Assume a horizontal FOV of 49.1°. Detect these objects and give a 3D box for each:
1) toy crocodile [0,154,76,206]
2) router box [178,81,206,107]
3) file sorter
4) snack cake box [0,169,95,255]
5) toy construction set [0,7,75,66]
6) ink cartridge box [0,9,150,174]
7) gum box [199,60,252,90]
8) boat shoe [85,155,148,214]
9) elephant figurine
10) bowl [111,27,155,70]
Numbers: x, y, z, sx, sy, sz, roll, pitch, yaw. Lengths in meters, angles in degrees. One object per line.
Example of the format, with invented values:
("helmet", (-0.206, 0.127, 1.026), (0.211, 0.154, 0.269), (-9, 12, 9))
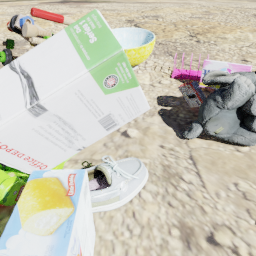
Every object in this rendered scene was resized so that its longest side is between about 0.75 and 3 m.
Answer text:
("toy crocodile", (-2.247, 0.990, 6.065), (0.962, 0.880, 2.850), (26, 35, 24))
("router box", (2.135, -1.093, 9.184), (0.208, 0.851, 0.764), (-42, 15, -20))
("file sorter", (2.724, -2.709, 12.170), (1.480, 0.928, 1.029), (7, 32, 12))
("snack cake box", (-1.046, 1.966, 3.607), (0.903, 1.545, 2.687), (-1, 30, 1))
("toy construction set", (-2.365, -2.298, 8.641), (2.277, 2.471, 2.963), (-3, -19, -41))
("ink cartridge box", (-1.189, -0.455, 5.149), (2.757, 2.014, 1.163), (-31, 62, 2))
("gum box", (3.756, -1.966, 10.687), (1.823, 1.035, 0.603), (14, 19, 22))
("boat shoe", (-0.723, 1.144, 5.682), (2.651, 0.850, 0.977), (-16, 34, -25))
("elephant figurine", (3.174, -0.929, 8.245), (2.284, 2.083, 2.944), (20, 38, 2))
("bowl", (-0.102, -3.454, 12.806), (2.680, 1.442, 2.680), (-2, 38, 2))
